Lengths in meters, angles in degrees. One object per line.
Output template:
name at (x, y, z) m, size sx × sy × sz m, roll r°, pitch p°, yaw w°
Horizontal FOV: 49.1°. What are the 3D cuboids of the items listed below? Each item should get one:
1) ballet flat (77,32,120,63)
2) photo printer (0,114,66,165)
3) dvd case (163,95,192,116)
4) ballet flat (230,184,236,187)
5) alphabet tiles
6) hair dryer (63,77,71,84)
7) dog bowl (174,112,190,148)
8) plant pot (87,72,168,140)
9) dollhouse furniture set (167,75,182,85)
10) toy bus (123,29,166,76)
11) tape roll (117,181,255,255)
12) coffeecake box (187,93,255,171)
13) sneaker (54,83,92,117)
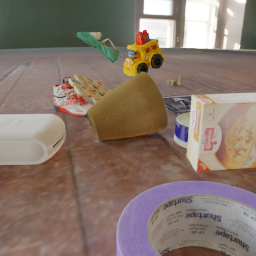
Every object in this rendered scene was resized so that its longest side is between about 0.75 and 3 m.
ballet flat at (-1.369, -4.200, 13.837) m, size 2.383 × 0.839 × 0.802 m, roll 32°, pitch 14°, yaw -29°
photo printer at (-3.489, 0.292, 8.865) m, size 2.898 × 1.006 × 2.411 m, roll 0°, pitch 21°, yaw 0°
dvd case at (2.813, -1.152, 13.802) m, size 2.182 × 0.234 × 2.935 m, roll -6°, pitch 22°, yaw -16°
ballet flat at (2.530, 1.632, 6.299) m, size 0.361 × 0.331 × 1.052 m, roll -5°, pitch 21°, yaw -12°
alphabet tiles at (-1.371, -1.616, 13.171) m, size 2.841 × 0.207 × 2.779 m, roll 10°, pitch 30°, yaw -43°
hair dryer at (-2.862, -1.666, 13.750) m, size 1.702 × 1.297 × 0.462 m, roll -39°, pitch 2°, yaw 38°
dog bowl at (2.621, 0.085, 9.769) m, size 1.964 × 0.774 × 1.964 m, roll 0°, pitch 21°, yaw 0°
plant pot at (-0.174, -0.550, 9.969) m, size 2.384 × 2.222 × 2.222 m, roll -22°, pitch 26°, yaw -12°
dollhouse furniture set at (3.135, -3.241, 18.818) m, size 0.898 × 0.596 × 0.787 m, roll 10°, pitch 23°, yaw 26°
toy bus at (0.526, -3.130, 11.575) m, size 1.703 × 1.635 × 1.155 m, roll -32°, pitch 34°, yaw -19°
tape roll at (1.208, 1.993, 4.167) m, size 2.759 × 1.172 × 2.759 m, roll -1°, pitch 21°, yaw 0°
coffeecake box at (3.122, 0.084, 8.007) m, size 2.600 × 1.996 × 0.950 m, roll -3°, pitch 22°, yaw -6°
sneaker at (-2.452, -1.338, 12.730) m, size 2.483 × 1.331 × 0.829 m, roll 13°, pitch 25°, yaw 32°
